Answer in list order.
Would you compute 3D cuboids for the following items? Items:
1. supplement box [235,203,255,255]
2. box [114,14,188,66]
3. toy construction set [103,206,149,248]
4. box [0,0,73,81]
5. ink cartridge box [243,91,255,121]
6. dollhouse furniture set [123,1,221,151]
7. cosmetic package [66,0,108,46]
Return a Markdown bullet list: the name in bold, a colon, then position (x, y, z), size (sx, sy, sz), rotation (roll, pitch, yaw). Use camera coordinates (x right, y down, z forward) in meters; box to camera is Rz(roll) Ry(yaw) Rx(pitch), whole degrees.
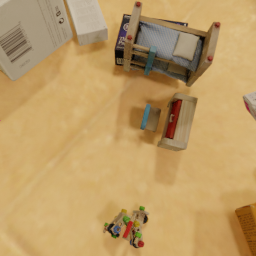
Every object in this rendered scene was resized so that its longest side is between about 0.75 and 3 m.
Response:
- **supplement box**: position (3.247, 2.839, 5.939), size (0.850, 0.879, 2.554), rotation (-12, 65, -7)
- **box**: position (0.680, -2.458, 8.190), size (1.933, 0.762, 1.364), rotation (9, 65, 4)
- **toy construction set**: position (0.080, 2.044, 6.172), size (0.964, 1.156, 0.888), rotation (27, 65, 2)
- **box**: position (-3.029, -3.001, 7.515), size (1.567, 2.385, 2.398), rotation (41, 73, 15)
- **ink cartridge box**: position (2.829, -0.488, 4.240), size (1.801, 0.378, 1.075), rotation (-21, 23, 14)
- **dollhouse furniture set**: position (0.715, -1.038, 6.550), size (1.914, 1.903, 2.716), rotation (14, 82, 1)
- **cosmetic package**: position (-1.363, -3.685, 8.775), size (0.933, 0.572, 2.260), rotation (-16, 68, -6)
